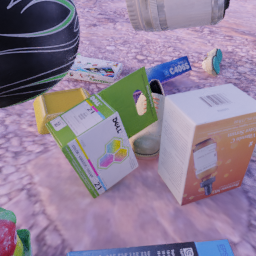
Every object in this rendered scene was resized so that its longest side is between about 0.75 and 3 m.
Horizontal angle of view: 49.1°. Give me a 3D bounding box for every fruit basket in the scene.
[{"bbox_3d":[-1.574,1.619,3.439,0.962,2.052,1.900,1,32,-24],"label":"fruit basket"}]

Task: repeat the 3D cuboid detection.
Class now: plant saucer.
[{"bbox_3d":[-1.762,-0.619,7.954,1.758,0.426,1.758,-12,38,-16],"label":"plant saucer"}]

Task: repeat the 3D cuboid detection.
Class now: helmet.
[{"bbox_3d":[-2.154,-1.681,4.702,2.725,2.859,2.859,-29,44,-21],"label":"helmet"}]

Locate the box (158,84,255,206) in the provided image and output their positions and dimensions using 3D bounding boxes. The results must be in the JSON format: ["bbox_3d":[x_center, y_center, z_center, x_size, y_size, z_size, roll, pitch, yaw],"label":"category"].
[{"bbox_3d":[1.487,0.315,5.338,1.459,1.916,1.019,-13,37,-17],"label":"box"}]

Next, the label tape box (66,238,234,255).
[{"bbox_3d":[0.356,2.373,3.477,2.290,0.725,1.651,-3,36,-4],"label":"label tape box"}]

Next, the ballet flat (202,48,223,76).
[{"bbox_3d":[3.085,-2.378,10.394,0.649,0.702,2.081,-14,22,31],"label":"ballet flat"}]

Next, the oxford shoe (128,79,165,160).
[{"bbox_3d":[0.480,-0.306,6.999,0.964,1.005,2.722,3,36,4],"label":"oxford shoe"}]

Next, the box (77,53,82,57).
[{"bbox_3d":[-2.161,-2.573,10.876,0.881,0.222,1.221,-12,38,-17],"label":"box"}]

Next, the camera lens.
[{"bbox_3d":[1.341,-3.717,7.494,2.557,2.045,2.045,-2,34,14],"label":"camera lens"}]

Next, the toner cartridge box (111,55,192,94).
[{"bbox_3d":[0.737,-1.571,8.714,2.409,0.520,1.144,-25,4,-31],"label":"toner cartridge box"}]

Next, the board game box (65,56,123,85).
[{"bbox_3d":[-1.188,-2.048,9.874,1.789,0.310,1.129,12,42,8],"label":"board game box"}]

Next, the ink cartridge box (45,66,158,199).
[{"bbox_3d":[-0.190,0.065,5.447,2.197,1.623,0.832,-34,45,-13],"label":"ink cartridge box"}]

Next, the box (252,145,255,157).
[{"bbox_3d":[3.168,0.043,7.089,1.309,0.346,1.679,22,40,29],"label":"box"}]
